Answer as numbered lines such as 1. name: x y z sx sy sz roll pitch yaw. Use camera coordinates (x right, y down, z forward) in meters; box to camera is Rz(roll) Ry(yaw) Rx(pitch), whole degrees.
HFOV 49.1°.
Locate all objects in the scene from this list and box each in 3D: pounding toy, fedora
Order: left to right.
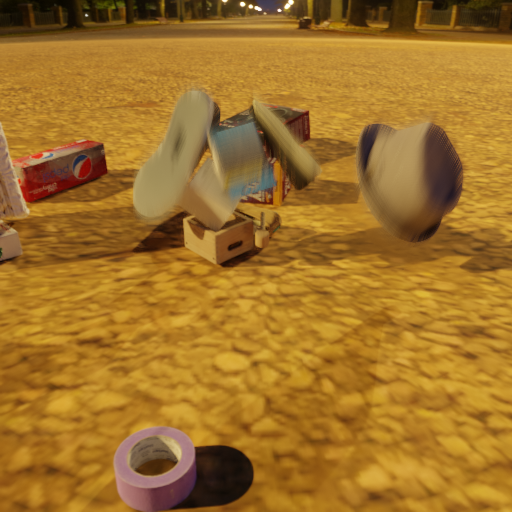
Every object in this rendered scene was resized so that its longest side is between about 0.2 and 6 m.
1. pounding toy: -0.349 -0.337 10.317 1.317 0.686 1.499 -25 39 -37
2. fedora: 2.773 -1.448 9.605 2.086 1.065 2.359 25 61 -26

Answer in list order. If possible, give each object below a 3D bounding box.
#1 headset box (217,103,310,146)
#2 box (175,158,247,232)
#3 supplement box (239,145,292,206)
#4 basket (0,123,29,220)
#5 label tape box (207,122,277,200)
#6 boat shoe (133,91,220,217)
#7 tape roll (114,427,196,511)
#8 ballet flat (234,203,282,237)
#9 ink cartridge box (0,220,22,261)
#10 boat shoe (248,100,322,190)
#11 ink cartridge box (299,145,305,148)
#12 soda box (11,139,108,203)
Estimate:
1. headset box: 0.279 -3.641 16.310 1.845 0.958 2.480 21 42 34
2. box: -0.788 -1.098 10.026 0.921 0.602 0.916 35 41 -9
3. supplement box: 0.020 -1.942 13.184 1.483 0.985 1.463 7 28 13
4. basket: -5.526 -1.648 10.527 1.856 2.308 2.287 -16 10 -20
5. label tape box: -0.252 -1.553 9.397 0.838 1.162 0.368 -18 -5 -12
6. boat shoe: -1.304 -1.734 9.885 0.821 2.320 1.053 31 12 6
7. tape roll: -1.029 2.169 5.748 0.817 0.347 0.817 -1 26 0
8. ballet flat: -0.452 -0.771 11.300 1.925 0.661 0.607 10 42 20
9. ink cartridge box: -5.039 -0.194 10.265 1.164 0.491 0.850 -23 35 -38
10. boat shoe: 0.385 -1.932 9.683 1.776 0.557 0.650 53 23 10
11. ink cartridge box: 0.922 -3.456 17.061 0.945 0.206 0.820 -10 28 -17
12. soda box: -4.830 -2.115 13.645 0.788 0.870 2.485 17 31 30
